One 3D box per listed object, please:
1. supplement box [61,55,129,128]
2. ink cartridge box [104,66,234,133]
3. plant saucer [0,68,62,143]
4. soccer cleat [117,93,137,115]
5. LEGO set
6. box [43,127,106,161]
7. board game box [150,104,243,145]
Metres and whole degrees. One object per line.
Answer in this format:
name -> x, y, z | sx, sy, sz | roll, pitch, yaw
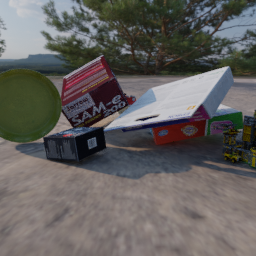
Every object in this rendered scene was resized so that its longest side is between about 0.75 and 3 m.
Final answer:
supplement box -> -1.044, -1.121, 8.114 | 1.578, 0.883, 2.899 | -29, 26, 4
ink cartridge box -> 0.898, -0.453, 6.144 | 2.251, 0.496, 2.293 | -9, 26, 42
plant saucer -> -2.360, -0.497, 6.302 | 1.686, 1.686, 0.262 | -5, 18, -23
soccer cleat -> -0.115, -0.721, 9.138 | 0.595, 0.738, 1.733 | -2, 13, -15
LEGO set -> 2.524, 0.125, 5.373 | 1.524, 0.883, 1.172 | -5, 13, -24
box -> -1.004, 0.285, 5.374 | 0.799, 0.457, 0.878 | -2, 11, 32
board game box -> 1.530, -0.145, 6.829 | 1.974, 0.398, 1.510 | -11, 12, 2
